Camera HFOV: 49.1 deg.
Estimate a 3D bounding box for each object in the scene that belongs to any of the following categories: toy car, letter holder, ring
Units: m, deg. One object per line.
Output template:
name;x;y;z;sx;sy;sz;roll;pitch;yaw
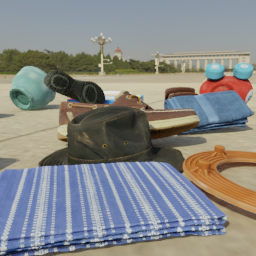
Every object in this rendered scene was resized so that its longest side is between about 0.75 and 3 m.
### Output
toy car;3.267;-0.851;9.092;1.747;1.820;1.975;1;40;7
letter holder;2.197;-1.112;11.002;1.377;0.979;0.692;-4;11;-20
ring;1.978;0.593;3.578;2.517;0.241;2.517;6;11;-1

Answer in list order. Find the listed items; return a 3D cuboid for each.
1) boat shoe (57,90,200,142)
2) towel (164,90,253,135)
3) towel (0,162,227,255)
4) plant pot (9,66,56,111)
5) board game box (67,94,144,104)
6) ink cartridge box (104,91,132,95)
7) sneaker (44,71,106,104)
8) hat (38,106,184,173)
boat shoe;-0.023;-0.301;5.740;2.886;1.039;1.041;-5;-12;6
towel;2.026;-0.423;7.251;2.046;0.497;1.143;-8;49;-11
towel;-0.336;0.767;3.056;2.263;0.270;1.638;-1;14;-14
plant pot;-4.099;-1.479;11.602;1.807;1.807;1.211;5;38;23
board game box;-0.712;-0.822;10.290;2.380;0.665;2.330;2;11;8
ink cartridge box;-0.537;-1.307;12.759;1.192;0.694;1.647;-2;11;-12
sneaker;-1.613;-1.201;8.592;2.034;0.772;0.923;25;-4;-31
hat;-0.267;0.135;4.628;2.387;0.963;2.387;0;10;0
